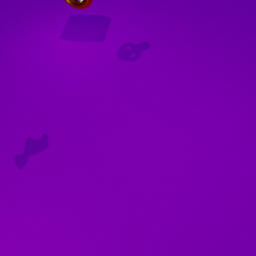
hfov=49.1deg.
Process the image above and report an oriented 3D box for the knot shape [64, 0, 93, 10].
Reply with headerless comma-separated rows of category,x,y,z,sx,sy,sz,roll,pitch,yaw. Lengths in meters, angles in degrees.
knot shape,-1.210,-3.315,6.372,1.324,1.239,0.612,-16,51,-13
